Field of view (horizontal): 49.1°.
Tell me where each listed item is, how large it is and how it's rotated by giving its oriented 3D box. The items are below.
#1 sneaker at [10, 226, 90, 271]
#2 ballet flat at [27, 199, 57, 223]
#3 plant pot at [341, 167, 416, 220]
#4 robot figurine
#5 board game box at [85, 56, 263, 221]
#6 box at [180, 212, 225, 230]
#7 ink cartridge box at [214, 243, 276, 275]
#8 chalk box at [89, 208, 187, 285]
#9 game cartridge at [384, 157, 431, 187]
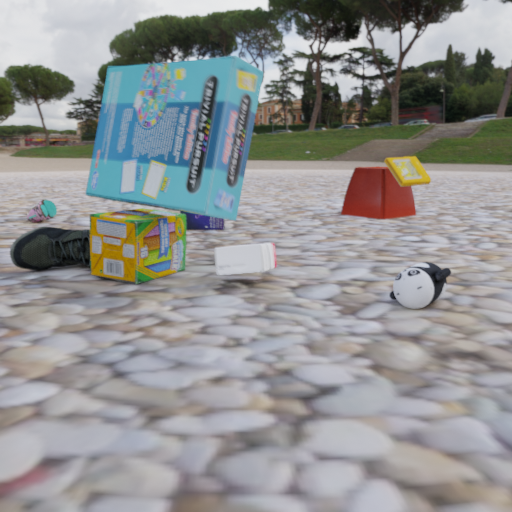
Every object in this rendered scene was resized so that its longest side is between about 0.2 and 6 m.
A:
[{"bbox_3d":[-3.017,-0.132,9.354,1.917,0.733,1.098,-3,4,-44],"label":"sneaker"},{"bbox_3d":[-6.041,-1.221,15.619,0.607,0.590,1.706,-20,14,-4],"label":"ballet flat"},{"bbox_3d":[3.658,-1.924,16.688,1.637,1.442,1.635,-10,14,-39],"label":"plant pot"},{"bbox_3d":[2.133,0.367,7.273,0.550,0.663,0.882,31,26,29],"label":"robot figurine"},{"bbox_3d":[-1.354,-1.799,8.584,2.864,2.162,0.672,12,3,39],"label":"board game box"},{"bbox_3d":[-1.340,-1.073,13.974,1.105,0.817,0.576,-2,12,-4],"label":"box"},{"bbox_3d":[-0.140,0.039,8.284,0.700,0.408,0.968,-5,1,13],"label":"ink cartridge box"},{"bbox_3d":[-1.776,-0.226,9.113,0.998,0.991,1.599,9,14,28],"label":"chalk box"},{"bbox_3d":[2.901,-1.619,10.665,0.762,0.124,0.672,-9,59,-27],"label":"game cartridge"}]
